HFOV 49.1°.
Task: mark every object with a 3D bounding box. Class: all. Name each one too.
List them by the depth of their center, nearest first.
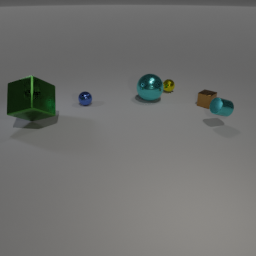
[{"bbox_3d":[3.869,-0.862,11.577,0.700,0.700,0.700,9,21,-29],"label":"cylinder"},{"bbox_3d":[-4.027,-1.183,11.742,1.400,1.400,1.400,-10,-14,25],"label":"cube"},{"bbox_3d":[3.932,-1.447,13.961,0.700,0.700,0.700,22,34,36],"label":"cube"},{"bbox_3d":[-2.141,-1.484,14.024,0.700,0.700,0.700,0,27,0],"label":"ball"},{"bbox_3d":[1.134,-2.086,14.416,1.400,1.400,1.400,0,27,0],"label":"ball"},{"bbox_3d":[2.278,-2.383,15.698,0.700,0.700,0.700,0,27,0],"label":"ball"}]
